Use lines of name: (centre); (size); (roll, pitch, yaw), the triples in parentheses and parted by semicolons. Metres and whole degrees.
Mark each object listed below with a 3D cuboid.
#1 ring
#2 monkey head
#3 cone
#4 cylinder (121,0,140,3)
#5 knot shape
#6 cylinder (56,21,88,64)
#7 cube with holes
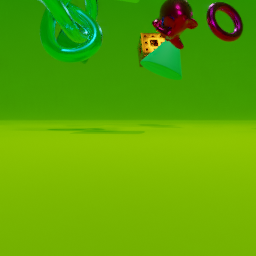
ring: (2.734, -2.991, 7.886); (1.220, 1.220, 0.244); (-1, -14, -23)
monkey head: (1.359, -2.850, 7.638); (1.062, 1.762, 1.268); (-40, -50, 21)
cone: (1.551, -2.918, 10.520); (1.674, 1.680, 1.674); (22, 1, 0)
cylinder: (-0.336, -2.518, 3.976); (1.204, 1.204, 1.204); (11, 2, 3)
knot shape: (-1.172, -2.368, 5.887); (0.881, 1.906, 1.784); (-22, 15, 38)
cylinder: (-1.728, -2.950, 9.485); (1.167, 1.167, 1.167); (25, -6, -16)
cube with holes: (1.016, -3.331, 12.029); (1.008, 1.008, 1.008); (-2, -21, -8)
